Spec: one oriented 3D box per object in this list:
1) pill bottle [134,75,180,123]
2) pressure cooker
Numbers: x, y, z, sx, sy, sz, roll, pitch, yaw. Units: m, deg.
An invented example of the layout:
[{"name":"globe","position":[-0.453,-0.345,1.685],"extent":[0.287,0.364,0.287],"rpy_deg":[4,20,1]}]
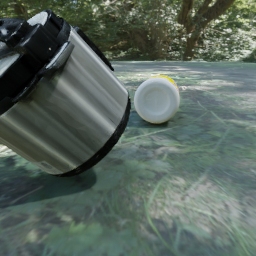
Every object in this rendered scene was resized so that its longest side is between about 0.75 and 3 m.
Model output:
[{"name":"pill bottle","position":[1.122,-1.160,10.166],"extent":[1.472,1.472,2.825],"rpy_deg":[3,15,9]},{"name":"pressure cooker","position":[-1.588,-0.718,5.160],"extent":[2.473,2.812,2.512],"rpy_deg":[-37,35,15]}]
